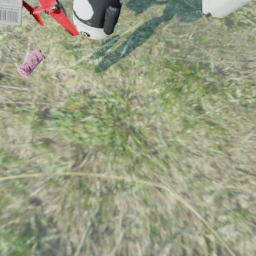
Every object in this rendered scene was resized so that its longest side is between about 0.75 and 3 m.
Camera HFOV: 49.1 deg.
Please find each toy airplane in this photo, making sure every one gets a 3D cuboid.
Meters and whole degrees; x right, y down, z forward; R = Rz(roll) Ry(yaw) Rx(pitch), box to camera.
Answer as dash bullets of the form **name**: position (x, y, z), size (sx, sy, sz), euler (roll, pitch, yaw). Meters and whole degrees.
- **toy airplane**: position (-2.325, -3.297, 7.688), size (2.142, 2.142, 0.394), euler (33, 76, 21)

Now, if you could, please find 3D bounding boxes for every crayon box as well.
- **crayon box**: position (-3.387, -3.799, 7.112), size (1.375, 2.165, 0.550), euler (-8, 43, -35)

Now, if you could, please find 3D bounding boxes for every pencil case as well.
- **pencil case**: position (-2.902, -1.933, 8.420), size (0.405, 0.388, 0.937), euler (-3, 48, 52)

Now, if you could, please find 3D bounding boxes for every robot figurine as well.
- **robot figurine**: position (2.813, -3.716, 7.643), size (1.507, 1.777, 1.003), euler (1, 84, -25)
- **robot figurine**: position (-0.778, -3.301, 7.240), size (1.267, 2.031, 1.526), euler (17, 51, -5)
